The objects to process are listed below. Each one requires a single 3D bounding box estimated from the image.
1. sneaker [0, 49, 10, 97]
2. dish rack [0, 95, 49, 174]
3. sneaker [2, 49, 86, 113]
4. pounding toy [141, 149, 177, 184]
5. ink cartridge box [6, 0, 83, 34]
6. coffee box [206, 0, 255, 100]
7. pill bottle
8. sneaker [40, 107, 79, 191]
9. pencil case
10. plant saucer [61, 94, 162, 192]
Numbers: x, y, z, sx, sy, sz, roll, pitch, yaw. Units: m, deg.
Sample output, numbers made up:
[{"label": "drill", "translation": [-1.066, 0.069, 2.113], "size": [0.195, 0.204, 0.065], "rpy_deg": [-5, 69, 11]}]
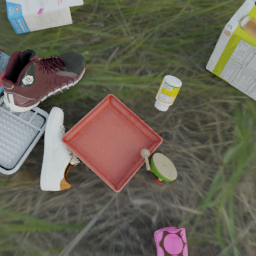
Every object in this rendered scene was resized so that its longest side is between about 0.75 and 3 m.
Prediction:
[{"label": "sneaker", "translation": [-4.336, -1.153, 7.912], "size": [1.302, 1.081, 2.725], "rpy_deg": [43, 61, -29]}, {"label": "dish rack", "translation": [-3.330, 0.177, 7.971], "size": [1.735, 0.440, 2.022], "rpy_deg": [27, 72, 9]}, {"label": "sneaker", "translation": [-2.256, -1.695, 7.820], "size": [1.070, 1.634, 2.829], "rpy_deg": [36, 59, 15]}, {"label": "pounding toy", "translation": [0.747, 1.118, 7.542], "size": [1.111, 0.515, 0.857], "rpy_deg": [28, 32, -26]}, {"label": "ink cartridge box", "translation": [-2.730, -4.149, 9.392], "size": [2.405, 0.816, 1.385], "rpy_deg": [-12, 70, -5]}, {"label": "coffee box", "translation": [3.812, -2.387, 8.102], "size": [1.957, 1.979, 1.976], "rpy_deg": [37, 74, 13]}, {"label": "pill bottle", "translation": [0.910, -0.794, 6.526], "size": [0.433, 0.768, 0.433], "rpy_deg": [15, 33, -10]}, {"label": "sneaker", "translation": [-1.777, 0.561, 7.681], "size": [0.959, 0.825, 2.265], "rpy_deg": [2, 81, -2]}, {"label": "pencil case", "translation": [0.979, 3.305, 6.561], "size": [0.877, 0.850, 1.873], "rpy_deg": [7, 65, -14]}, {"label": "plant saucer", "translation": [-0.414, 0.376, 7.663], "size": [2.029, 0.373, 2.033], "rpy_deg": [42, 63, 4]}]
